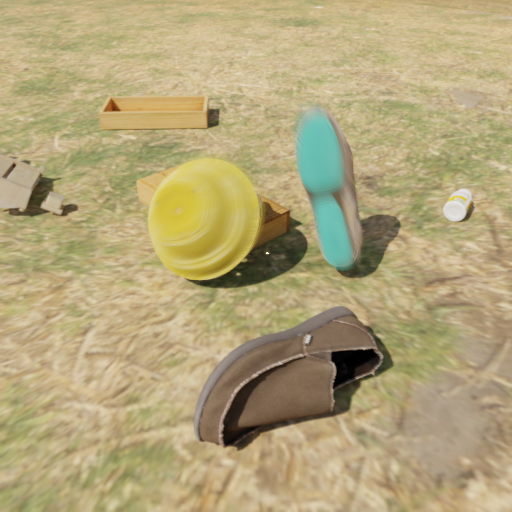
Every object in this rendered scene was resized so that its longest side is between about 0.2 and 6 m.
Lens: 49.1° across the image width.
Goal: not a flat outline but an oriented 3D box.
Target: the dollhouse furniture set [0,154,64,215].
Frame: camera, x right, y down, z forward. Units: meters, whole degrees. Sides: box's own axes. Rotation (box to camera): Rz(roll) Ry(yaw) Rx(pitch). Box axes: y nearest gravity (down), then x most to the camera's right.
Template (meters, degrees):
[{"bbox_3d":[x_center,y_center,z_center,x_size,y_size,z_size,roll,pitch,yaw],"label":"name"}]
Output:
[{"bbox_3d":[-6.104,-1.598,12.945,3.290,1.606,2.806,22,19,-18],"label":"dollhouse furniture set"}]

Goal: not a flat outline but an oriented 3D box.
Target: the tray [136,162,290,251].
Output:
[{"bbox_3d":[-0.990,-1.111,12.034,1.604,0.602,3.253,-27,43,-34],"label":"tray"}]

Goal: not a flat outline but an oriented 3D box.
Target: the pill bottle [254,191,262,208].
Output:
[{"bbox_3d":[-0.364,-1.220,10.658,0.544,0.969,0.544,-27,38,24],"label":"pill bottle"}]

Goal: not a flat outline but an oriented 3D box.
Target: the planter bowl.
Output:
[{"bbox_3d":[-1.109,-0.694,9.389,2.147,2.147,0.894,17,1,24],"label":"planter bowl"}]

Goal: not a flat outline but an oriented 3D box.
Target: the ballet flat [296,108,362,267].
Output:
[{"bbox_3d":[1.330,-1.207,9.768,0.951,2.793,0.939,3,23,31],"label":"ballet flat"}]

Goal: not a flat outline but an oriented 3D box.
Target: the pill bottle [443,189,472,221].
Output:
[{"bbox_3d":[4.403,-1.128,12.157,0.468,0.468,0.843,18,38,25],"label":"pill bottle"}]

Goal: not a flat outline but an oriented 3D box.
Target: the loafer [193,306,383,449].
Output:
[{"bbox_3d":[0.559,1.604,7.444,3.081,1.125,1.094,-26,41,-33],"label":"loafer"}]

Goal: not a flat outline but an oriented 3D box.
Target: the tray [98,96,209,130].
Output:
[{"bbox_3d":[-3.012,-4.329,16.902,3.096,0.573,1.527,0,33,-2],"label":"tray"}]
